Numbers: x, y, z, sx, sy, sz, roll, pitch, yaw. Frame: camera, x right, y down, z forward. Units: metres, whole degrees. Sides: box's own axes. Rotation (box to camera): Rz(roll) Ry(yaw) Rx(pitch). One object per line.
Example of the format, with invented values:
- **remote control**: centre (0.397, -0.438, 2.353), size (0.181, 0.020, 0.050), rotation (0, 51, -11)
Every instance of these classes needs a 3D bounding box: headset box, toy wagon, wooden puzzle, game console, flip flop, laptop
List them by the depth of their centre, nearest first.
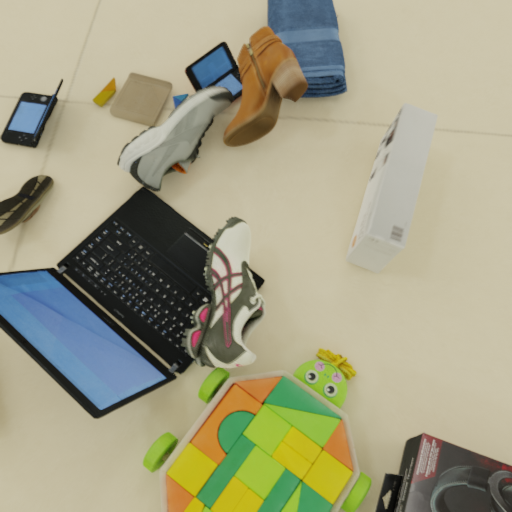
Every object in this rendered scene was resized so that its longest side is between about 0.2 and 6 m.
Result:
- **headset box**: centre (3.352, 4.310, 8.720), size (3.014, 1.164, 2.243), rotation (20, 66, 8)
- **toy wagon**: centre (0.296, 3.223, 9.419), size (3.261, 0.832, 4.203), rotation (34, 69, 15)
- **laptop**: centre (-2.367, 0.461, 10.104), size (3.478, 2.027, 3.925), rotation (38, 70, 16)
- **flip flop**: centre (-4.867, -1.016, 11.705), size (0.722, 0.513, 1.781), rotation (19, 51, 13)
- **game console**: centre (-5.021, -3.258, 12.539), size (1.288, 0.852, 1.464), rotation (10, 64, 5)
- **game console**: centre (-0.836, -4.110, 12.939), size (1.219, 0.724, 1.051), rotation (-38, 71, -7)
- **wooden puzzle**: centre (-2.691, -3.661, 13.108), size (1.970, 0.230, 1.329), rotation (23, 71, 11)

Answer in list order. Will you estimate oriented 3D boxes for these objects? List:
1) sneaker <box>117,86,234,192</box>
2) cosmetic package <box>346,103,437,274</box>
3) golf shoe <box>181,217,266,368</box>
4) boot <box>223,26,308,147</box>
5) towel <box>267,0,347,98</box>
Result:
- **sneaker**: centre (-1.560, -2.554, 12.201), size (1.210, 1.128, 3.053), rotation (46, 70, -4)
- **cosmetic package**: centre (2.730, -1.386, 11.331), size (0.820, 1.337, 3.238), rotation (20, 65, 1)
- **golf shoe**: centre (-0.337, 0.660, 10.141), size (1.263, 1.107, 2.867), rotation (4, 68, 21)
- **boot**: centre (-0.118, -3.700, 12.273), size (0.902, 2.351, 1.825), rotation (3, 53, -50)
- **towel**: centre (1.170, -5.145, 13.519), size (1.729, 0.752, 3.097), rotation (-3, 65, -1)
